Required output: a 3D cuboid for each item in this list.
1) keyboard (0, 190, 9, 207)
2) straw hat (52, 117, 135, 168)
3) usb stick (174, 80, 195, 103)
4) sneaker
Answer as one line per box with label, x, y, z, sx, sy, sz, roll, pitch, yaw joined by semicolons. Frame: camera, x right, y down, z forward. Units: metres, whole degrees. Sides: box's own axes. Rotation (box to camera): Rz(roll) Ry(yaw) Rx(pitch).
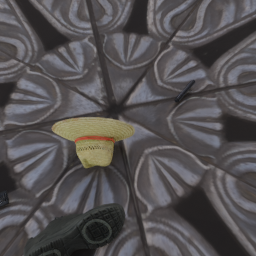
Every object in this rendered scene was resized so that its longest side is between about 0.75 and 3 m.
keyboard;-3.587;2.034;7.337;0.961;0.190;0.500;-25;74;2
straw hat;-0.848;0.537;7.260;2.301;2.301;0.974;0;74;0
usb stick;1.837;-1.191;9.052;0.159;0.271;0.977;42;71;1
sneaker;-1.324;2.462;6.791;2.620;1.189;0.995;-21;108;-19
